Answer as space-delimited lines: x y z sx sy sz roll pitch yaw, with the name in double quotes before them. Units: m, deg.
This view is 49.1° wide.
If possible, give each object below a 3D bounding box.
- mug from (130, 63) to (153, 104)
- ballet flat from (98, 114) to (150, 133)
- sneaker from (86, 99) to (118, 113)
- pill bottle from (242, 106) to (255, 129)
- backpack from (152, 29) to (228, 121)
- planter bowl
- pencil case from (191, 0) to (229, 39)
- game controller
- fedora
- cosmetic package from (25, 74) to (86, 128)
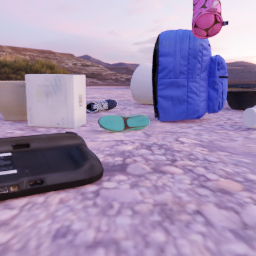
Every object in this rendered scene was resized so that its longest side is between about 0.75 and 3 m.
"mug" 1.845 -2.232 14.824 2.247 2.192 2.737 19 26 39
"ballet flat" -0.135 -0.094 7.497 1.431 0.482 0.504 -3 -14 -18
"sneaker" -1.133 -0.905 11.521 1.456 0.510 0.790 -8 6 -4
"pill bottle" 3.800 -0.302 7.649 1.270 0.713 0.713 -4 11 -24
"backpack" 2.051 -1.838 9.460 2.438 2.906 2.361 -4 7 11
"planter bowl" -3.693 -0.950 9.595 1.937 1.303 1.937 -1 10 0
"pencil case" 1.833 -2.823 6.416 0.759 0.784 1.673 2 54 7
"game controller" -1.802 0.552 3.757 2.859 0.602 1.492 -6 26 -27
"fedora" 5.151 -1.396 12.539 2.470 1.128 2.470 0 8 0
"cosmetic package" -2.102 -0.814 8.242 1.502 1.497 0.923 2 10 13
